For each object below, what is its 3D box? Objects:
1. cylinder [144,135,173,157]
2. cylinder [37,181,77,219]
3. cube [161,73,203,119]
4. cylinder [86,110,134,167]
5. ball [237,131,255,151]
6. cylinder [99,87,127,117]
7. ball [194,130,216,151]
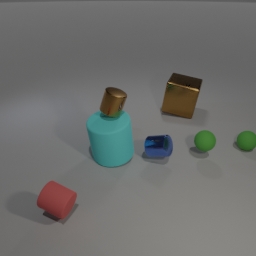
[{"bbox_3d":[0.992,0.582,9.022,0.700,0.700,0.700,-5,22,33],"label":"cylinder"},{"bbox_3d":[-1.717,1.739,6.801,0.700,0.700,0.700,24,33,11],"label":"cylinder"},{"bbox_3d":[2.413,-1.465,12.501,1.400,1.400,1.400,16,33,12],"label":"cube"},{"bbox_3d":[-0.556,0.306,9.154,1.400,1.400,1.400,-4,36,3],"label":"cylinder"},{"bbox_3d":[4.199,0.443,9.857,0.700,0.700,0.700,0,28,0],"label":"ball"},{"bbox_3d":[-0.455,-0.801,8.633,0.700,0.700,0.700,16,28,-9],"label":"cylinder"},{"bbox_3d":[2.536,0.422,9.224,0.700,0.700,0.700,0,28,0],"label":"ball"}]
